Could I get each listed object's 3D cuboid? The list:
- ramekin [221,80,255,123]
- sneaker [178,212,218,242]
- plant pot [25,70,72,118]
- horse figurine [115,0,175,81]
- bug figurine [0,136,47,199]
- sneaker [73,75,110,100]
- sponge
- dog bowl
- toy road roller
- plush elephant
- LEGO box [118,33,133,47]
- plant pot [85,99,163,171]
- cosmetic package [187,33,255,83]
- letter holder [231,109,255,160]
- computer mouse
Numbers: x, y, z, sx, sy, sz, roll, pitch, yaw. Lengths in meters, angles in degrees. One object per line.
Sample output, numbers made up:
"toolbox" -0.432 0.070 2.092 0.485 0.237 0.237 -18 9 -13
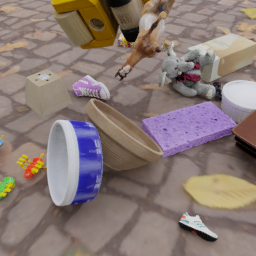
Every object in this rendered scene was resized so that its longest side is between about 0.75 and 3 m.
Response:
"ramekin" 3.650 -0.767 8.663 1.596 0.743 1.596 0 41 0
"sneaker" 1.471 1.993 5.742 0.812 0.286 0.380 19 49 25
"plant pot" -2.628 -1.190 8.969 1.136 1.006 1.135 -32 50 -31
"horse figurine" 0.614 -2.468 6.388 0.682 1.810 2.731 20 76 -17
"bug figurine" -3.044 0.955 6.823 1.942 0.500 1.506 21 50 17
"sneaker" -1.295 -1.195 9.408 0.874 0.555 1.533 -33 43 -25
"sponge" 1.750 -0.039 8.104 2.433 0.363 1.357 -16 42 -18
"dog bowl" -1.201 0.727 6.019 0.701 1.779 1.779 2 36 -29
"toy road roller" -0.580 -3.435 7.682 2.598 1.596 1.896 -2 59 23
"plush elephant" 1.798 -1.934 9.292 2.023 1.666 1.566 7 -2 33
"LEGO box" -0.074 -4.052 12.882 0.632 0.327 0.848 6 40 7
"plant pot" -0.296 0.312 6.831 1.005 2.177 2.177 -51 49 9
"cosmetic package" 3.622 -2.796 10.929 2.596 0.923 1.366 -26 47 -28
"letter holder" 3.570 0.536 7.010 1.289 0.912 1.813 -32 49 -30
"computer mouse" 3.667 -1.296 9.644 1.398 0.368 0.968 -7 41 10
